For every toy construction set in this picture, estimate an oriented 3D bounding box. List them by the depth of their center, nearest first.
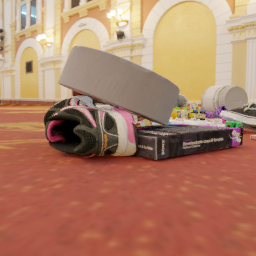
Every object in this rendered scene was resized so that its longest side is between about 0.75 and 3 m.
[{"bbox_3d":[2.762,-0.635,12.749,1.938,0.893,1.271,-19,17,-40],"label":"toy construction set"}]

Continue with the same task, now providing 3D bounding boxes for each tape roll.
[{"bbox_3d":[-0.183,-0.863,6.088,2.516,0.831,2.516,21,1,0],"label":"tape roll"}]

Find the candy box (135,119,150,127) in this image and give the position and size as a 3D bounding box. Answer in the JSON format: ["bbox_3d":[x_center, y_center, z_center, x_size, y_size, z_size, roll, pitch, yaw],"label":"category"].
[{"bbox_3d":[0.299,-0.048,8.479,0.528,0.256,0.905,-18,2,23],"label":"candy box"}]

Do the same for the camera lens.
[{"bbox_3d":[5.790,-1.659,17.090,1.906,1.906,2.382,-2,6,-20],"label":"camera lens"}]

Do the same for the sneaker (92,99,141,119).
[{"bbox_3d":[-0.807,-0.799,13.455,2.946,1.086,1.179,5,0,-16],"label":"sneaker"}]

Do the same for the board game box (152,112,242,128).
[{"bbox_3d":[2.477,-0.252,9.942,2.777,0.359,2.777,6,7,15],"label":"board game box"}]

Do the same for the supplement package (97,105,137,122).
[{"bbox_3d":[-0.509,-0.385,9.778,1.507,0.857,0.826,-6,7,-36],"label":"supplement package"}]

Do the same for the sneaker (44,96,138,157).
[{"bbox_3d":[-1.134,-0.075,5.519,1.232,1.146,2.853,-6,7,-38],"label":"sneaker"}]

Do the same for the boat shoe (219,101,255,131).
[{"bbox_3d":[3.930,-0.414,8.729,0.855,0.791,2.317,27,-4,-27],"label":"boat shoe"}]

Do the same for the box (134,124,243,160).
[{"bbox_3d":[0.947,0.208,6.006,2.520,0.455,1.801,-2,5,-35],"label":"box"}]

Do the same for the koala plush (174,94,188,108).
[{"bbox_3d":[1.403,-1.497,14.428,2.554,2.646,2.880,-5,19,-36],"label":"koala plush"}]

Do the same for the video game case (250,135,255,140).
[{"bbox_3d":[3.901,0.280,6.897,0.966,0.118,1.352,-3,6,-27],"label":"video game case"}]

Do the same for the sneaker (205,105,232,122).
[{"bbox_3d":[4.207,-0.651,12.811,0.762,0.789,1.891,-2,6,-25],"label":"sneaker"}]
